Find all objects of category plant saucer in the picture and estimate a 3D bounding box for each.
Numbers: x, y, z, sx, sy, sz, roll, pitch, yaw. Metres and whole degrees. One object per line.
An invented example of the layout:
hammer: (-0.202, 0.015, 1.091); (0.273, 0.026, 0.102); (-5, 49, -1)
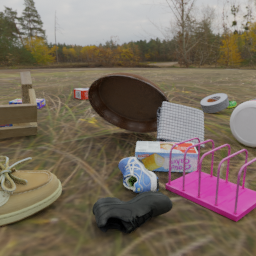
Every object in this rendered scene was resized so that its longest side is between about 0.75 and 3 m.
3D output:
plant saucer: (0.096, -0.775, 8.507); (2.651, 2.651, 0.457); (6, 55, 21)

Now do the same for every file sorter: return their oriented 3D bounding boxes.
file sorter: (1.629, 0.817, 5.239); (1.057, 0.954, 1.520); (-13, 20, -39)

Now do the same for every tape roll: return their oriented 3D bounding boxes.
tape roll: (3.915, -1.128, 12.653); (1.205, 0.398, 1.205); (-19, 22, 8)

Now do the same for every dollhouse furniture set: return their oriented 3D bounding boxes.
dollhouse furniture set: (-3.935, -0.735, 9.150); (1.643, 1.918, 2.017); (-6, 52, -22)

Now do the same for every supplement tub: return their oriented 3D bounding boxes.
supplement tub: (4.057, -0.256, 8.445); (1.341, 1.341, 1.911); (13, 20, 40)

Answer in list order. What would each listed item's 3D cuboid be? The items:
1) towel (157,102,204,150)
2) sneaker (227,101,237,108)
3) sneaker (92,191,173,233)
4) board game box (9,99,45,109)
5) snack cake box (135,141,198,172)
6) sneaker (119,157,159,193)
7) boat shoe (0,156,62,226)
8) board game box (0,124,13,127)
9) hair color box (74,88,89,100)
towel: (1.379, -0.013, 7.560); (1.330, 1.101, 0.569); (10, -17, -15)
sneaker: (4.826, -1.234, 13.691); (1.159, 0.485, 0.429); (-4, 15, -18)
sneaker: (0.100, 1.363, 4.370); (1.274, 0.484, 0.578); (-9, 26, -7)
board game box: (-4.981, -1.214, 13.916); (1.462, 0.327, 0.983); (0, 15, 0)
snack cake box: (0.894, 0.667, 6.690); (1.430, 0.480, 0.822); (2, 13, 4)
sneaker: (0.096, 0.930, 5.693); (0.503, 0.495, 1.307); (-4, 14, -28)
boat shoe: (-2.614, 1.006, 4.549); (2.999, 0.940, 1.099); (-6, 16, -20)
board game box: (-4.599, -0.276, 10.604); (1.440, 0.248, 0.975); (6, 16, 21)
hair color box: (-2.187, -2.102, 16.724); (1.820, 0.582, 1.009); (-11, 18, -40)
